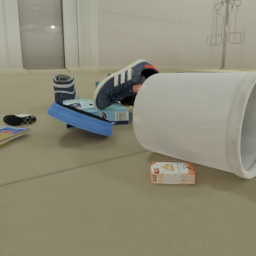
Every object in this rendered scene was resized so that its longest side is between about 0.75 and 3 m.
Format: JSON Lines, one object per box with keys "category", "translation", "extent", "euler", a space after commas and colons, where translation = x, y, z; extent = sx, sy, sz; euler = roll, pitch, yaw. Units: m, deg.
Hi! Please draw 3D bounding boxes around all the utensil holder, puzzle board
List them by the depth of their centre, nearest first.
{"category": "utensil holder", "translation": [1.561, -0.216, 5.898], "extent": [2.359, 2.005, 2.005], "euler": [12, 19, 40]}
{"category": "puzzle board", "translation": [-4.413, 0.242, 7.578], "extent": [2.777, 0.242, 2.093], "euler": [5, 15, 16]}

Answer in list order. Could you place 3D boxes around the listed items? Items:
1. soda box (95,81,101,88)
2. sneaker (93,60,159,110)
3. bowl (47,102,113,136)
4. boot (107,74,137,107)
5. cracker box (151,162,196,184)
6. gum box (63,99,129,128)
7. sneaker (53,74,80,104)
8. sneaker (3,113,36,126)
{"category": "soda box", "translation": [-1.018, -2.137, 15.421], "extent": [0.782, 0.727, 2.286], "euler": [-8, 16, -27]}
{"category": "sneaker", "translation": [0.003, -1.324, 8.970], "extent": [2.431, 0.911, 1.027], "euler": [-40, 49, -17]}
{"category": "bowl", "translation": [-1.285, -0.274, 7.805], "extent": [1.871, 0.367, 1.871], "euler": [20, 4, -1]}
{"category": "boot", "translation": [0.272, -1.173, 10.016], "extent": [2.134, 1.074, 2.854], "euler": [20, -2, -21]}
{"category": "cracker box", "translation": [0.831, 0.845, 5.301], "extent": [0.797, 0.230, 0.534], "euler": [0, 15, 2]}
{"category": "gum box", "translation": [-1.250, -0.600, 10.056], "extent": [2.052, 0.538, 2.415], "euler": [-4, 15, -14]}
{"category": "sneaker", "translation": [-2.671, -1.692, 12.393], "extent": [0.926, 1.433, 2.641], "euler": [0, 15, -1]}
{"category": "sneaker", "translation": [-3.623, -0.281, 9.274], "extent": [1.033, 0.383, 0.457], "euler": [0, 12, -38]}
